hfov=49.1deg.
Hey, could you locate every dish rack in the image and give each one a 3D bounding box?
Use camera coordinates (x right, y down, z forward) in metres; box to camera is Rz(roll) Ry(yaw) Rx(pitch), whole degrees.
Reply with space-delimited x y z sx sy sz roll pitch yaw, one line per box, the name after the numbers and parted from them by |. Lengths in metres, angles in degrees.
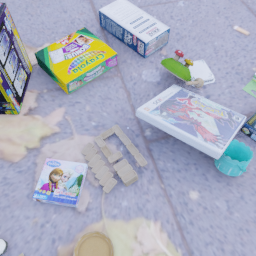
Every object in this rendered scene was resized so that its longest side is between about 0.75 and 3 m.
2.700 -2.167 10.724 1.031 0.262 1.201 -14 59 -10 | dish rack

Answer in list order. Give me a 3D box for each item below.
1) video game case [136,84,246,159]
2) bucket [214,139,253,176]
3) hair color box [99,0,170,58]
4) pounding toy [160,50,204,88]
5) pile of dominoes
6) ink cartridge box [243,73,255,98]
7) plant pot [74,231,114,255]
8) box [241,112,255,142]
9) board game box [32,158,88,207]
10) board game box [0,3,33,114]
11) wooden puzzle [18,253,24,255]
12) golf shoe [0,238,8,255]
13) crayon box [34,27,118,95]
2.053 -0.376 8.871 2.774 0.319 2.527 30 40 22 | video game case
3.105 0.885 8.296 1.040 0.677 1.040 6 37 -4 | bucket
0.218 -4.223 11.703 1.419 0.859 2.839 -38 64 -22 | hair color box
2.019 -2.202 10.032 1.669 0.775 1.289 45 24 29 | pounding toy
-0.463 0.962 8.716 1.535 0.314 1.969 -31 55 -12 | pile of dominoes
5.051 -1.635 10.342 1.372 0.329 0.998 -39 65 -24 | ink cartridge box
-0.875 3.221 7.236 1.042 0.143 1.042 0 56 0 | plant pot
5.276 -0.238 9.299 2.589 0.488 1.768 -37 64 -22 | box
-1.959 1.584 8.235 1.291 0.266 1.288 7 57 5 | board game box
-4.144 -2.180 9.193 0.799 2.816 2.328 0 56 1 | board game box
-2.542 3.708 6.946 0.704 0.083 1.187 -12 57 -8 | wooden puzzle
-3.752 3.001 7.122 1.298 0.572 0.501 5 58 0 | golf shoe
-1.959 -2.653 10.759 2.392 0.697 2.064 -37 64 -22 | crayon box
